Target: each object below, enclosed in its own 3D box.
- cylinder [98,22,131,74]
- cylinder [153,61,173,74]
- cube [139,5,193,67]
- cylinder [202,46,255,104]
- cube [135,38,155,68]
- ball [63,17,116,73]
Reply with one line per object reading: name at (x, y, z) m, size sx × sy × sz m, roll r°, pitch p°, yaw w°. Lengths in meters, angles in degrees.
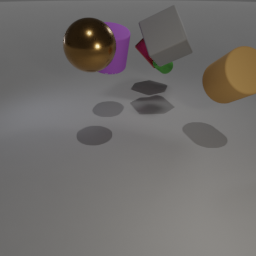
cylinder at (-0.689, -2.923, 10.267) m, size 1.400 × 1.400 × 1.400 m, roll 6°, pitch 43°, yaw -5°
cylinder at (1.546, -2.817, 12.324) m, size 0.700 × 0.700 × 0.700 m, roll 19°, pitch 1°, yaw 31°
cube at (1.418, -3.332, 10.362) m, size 1.400 × 1.400 × 1.400 m, roll -20°, pitch -11°, yaw 19°
cylinder at (3.193, -1.545, 8.451) m, size 1.400 × 1.400 × 1.400 m, roll -7°, pitch -5°, yaw -13°
cube at (1.387, -3.860, 13.522) m, size 1.400 × 1.400 × 1.400 m, roll 48°, pitch 16°, yaw -1°
ball at (-1.012, -2.186, 7.438) m, size 1.400 × 1.400 × 1.400 m, roll 0°, pitch 28°, yaw 0°
